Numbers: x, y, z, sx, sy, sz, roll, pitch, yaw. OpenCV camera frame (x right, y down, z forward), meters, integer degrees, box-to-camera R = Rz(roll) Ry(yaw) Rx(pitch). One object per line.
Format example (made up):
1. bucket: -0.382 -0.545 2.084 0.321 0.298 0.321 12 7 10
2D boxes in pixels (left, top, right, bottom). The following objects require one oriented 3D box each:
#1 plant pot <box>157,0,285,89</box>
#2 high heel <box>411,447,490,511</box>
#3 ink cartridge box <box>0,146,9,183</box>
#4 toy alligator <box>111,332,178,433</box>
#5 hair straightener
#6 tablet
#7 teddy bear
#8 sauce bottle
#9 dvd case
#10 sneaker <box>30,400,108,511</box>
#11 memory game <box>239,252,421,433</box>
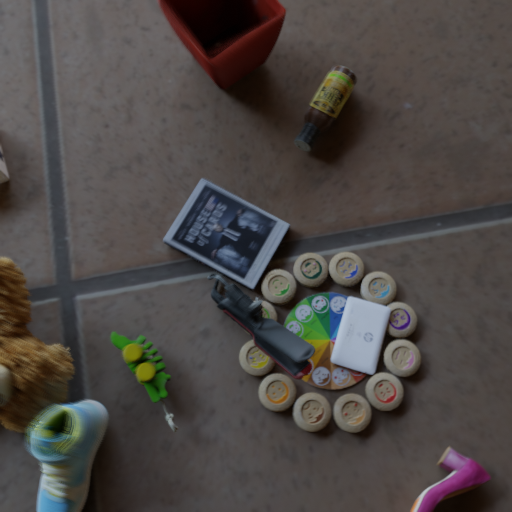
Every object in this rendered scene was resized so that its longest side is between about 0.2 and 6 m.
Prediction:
1. plant pot: -0.644 -4.646 11.668 1.877 1.656 1.879 -35 74 -7
2. high heel: 3.280 4.254 9.631 0.850 0.597 1.773 32 63 20
3. ink cartridge box: -5.799 -2.082 11.504 0.994 0.579 1.373 -19 74 -6
4. toy alligator: -1.860 2.161 10.221 0.581 0.635 2.142 -34 79 -20
5. hair straightener: 0.018 1.025 10.145 0.552 1.039 2.699 -28 52 -31
6. tablet: 1.978 1.498 10.561 0.849 0.089 1.304 16 82 6
7. teddy bear: -5.162 1.314 9.880 3.029 1.395 4.178 -28 81 -1
8. sauce bottle: 1.437 -3.079 11.789 0.637 0.637 1.969 27 76 8
9. dvd case: -0.582 -0.442 11.181 2.058 0.255 1.547 28 76 6
10. sneaker: -3.364 3.512 9.324 0.902 1.481 2.268 9 75 13
11. memory game: 1.385 1.582 10.606 3.503 0.223 3.503 0 73 0
